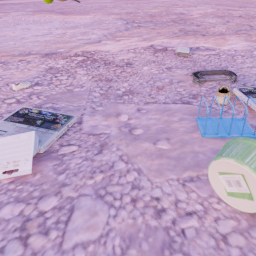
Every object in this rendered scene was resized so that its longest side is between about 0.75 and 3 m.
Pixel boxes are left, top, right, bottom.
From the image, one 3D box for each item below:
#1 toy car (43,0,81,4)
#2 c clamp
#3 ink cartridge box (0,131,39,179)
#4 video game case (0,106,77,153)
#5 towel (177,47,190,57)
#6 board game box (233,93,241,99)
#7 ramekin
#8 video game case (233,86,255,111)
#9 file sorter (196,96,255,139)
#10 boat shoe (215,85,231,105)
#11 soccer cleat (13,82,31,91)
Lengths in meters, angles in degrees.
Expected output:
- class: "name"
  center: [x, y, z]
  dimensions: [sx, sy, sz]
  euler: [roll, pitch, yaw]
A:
- class: "toy car"
  center: [-2.275, -4.800, 9.571]
  dimensions: [1.410, 1.158, 1.112]
  euler: [23, 79, 5]
- class: "c clamp"
  center: [3.949, -2.267, 12.768]
  dimensions: [2.380, 0.322, 2.033]
  euler: [-7, 27, -9]
- class: "ink cartridge box"
  center: [-3.038, 0.789, 7.547]
  dimensions: [1.128, 0.333, 1.409]
  euler: [-11, 51, -1]
- class: "video game case"
  center: [-3.121, -0.030, 9.048]
  dimensions: [2.227, 0.260, 2.025]
  euler: [10, 33, 18]
- class: "towel"
  center: [3.171, -4.368, 16.122]
  dimensions: [0.748, 0.386, 0.903]
  euler: [7, 30, 8]
- class: "board game box"
  center: [5.019, -1.078, 10.797]
  dimensions: [0.917, 0.288, 1.919]
  euler: [-8, 35, -13]
- class: "ramekin"
  center: [2.505, 1.053, 6.060]
  dimensions: [0.762, 1.559, 1.559]
  euler: [-32, 43, -30]
- class: "video game case"
  center: [5.243, -1.114, 10.406]
  dimensions: [1.969, 0.230, 1.790]
  euler: [-6, 33, -9]
- class: "file sorter"
  center: [3.141, -0.390, 8.899]
  dimensions: [1.663, 1.020, 1.154]
  euler: [1, 30, 2]
- class: "boat shoe"
  center: [3.822, -1.426, 11.079]
  dimensions: [0.587, 0.527, 1.587]
  euler: [10, 33, 16]
- class: "soccer cleat"
  center: [-4.519, -1.846, 11.971]
  dimensions: [0.296, 0.331, 0.853]
  euler: [22, 37, 32]
